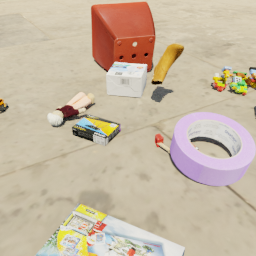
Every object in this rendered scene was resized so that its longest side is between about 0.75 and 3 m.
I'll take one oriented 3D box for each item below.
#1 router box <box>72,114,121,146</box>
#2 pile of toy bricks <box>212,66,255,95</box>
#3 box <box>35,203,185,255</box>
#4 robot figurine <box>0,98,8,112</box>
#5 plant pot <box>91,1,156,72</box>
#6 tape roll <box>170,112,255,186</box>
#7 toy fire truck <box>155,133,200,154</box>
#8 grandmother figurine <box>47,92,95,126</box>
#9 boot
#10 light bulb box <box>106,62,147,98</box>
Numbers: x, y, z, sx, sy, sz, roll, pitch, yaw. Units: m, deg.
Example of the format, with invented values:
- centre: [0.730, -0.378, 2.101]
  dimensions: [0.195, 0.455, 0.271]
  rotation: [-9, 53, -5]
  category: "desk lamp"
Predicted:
- centre: [-1.018, 0.041, 9.076]
  dimensions: [1.283, 0.328, 0.957]
  rotation: [17, 37, 23]
  category: "router box"
- centre: [4.629, -1.817, 11.477]
  dimensions: [2.056, 1.140, 1.015]
  rotation: [6, 72, -9]
  category: "pile of toy bricks"
- centre: [-0.374, 2.537, 5.230]
  dimensions: [2.454, 0.463, 1.676]
  rotation: [16, 37, 22]
  category: "box"
- centre: [-5.150, -0.730, 10.133]
  dimensions: [1.091, 0.438, 1.504]
  rotation: [18, 38, 22]
  category: "robot figurine"
- centre: [-0.096, -4.012, 13.259]
  dimensions: [2.801, 2.804, 2.471]
  rotation: [-10, 48, -15]
  category: "plant pot"
- centre: [2.288, 0.511, 7.723]
  dimensions: [2.161, 0.709, 2.161]
  rotation: [4, 43, -3]
  category: "tape roll"
- centre: [1.441, 0.557, 8.331]
  dimensions: [0.892, 0.308, 1.265]
  rotation: [-14, 37, -19]
  category: "toy fire truck"
- centre: [-2.088, -0.674, 9.922]
  dimensions: [1.217, 0.608, 2.007]
  rotation: [-5, 25, 35]
  category: "grandmother figurine"
- centre: [1.352, -2.143, 9.745]
  dimensions: [0.574, 1.633, 1.169]
  rotation: [22, 74, -14]
  category: "boot"
- centre: [-0.024, -2.027, 11.631]
  dimensions: [1.461, 0.920, 1.474]
  rotation: [6, 34, 9]
  category: "light bulb box"
